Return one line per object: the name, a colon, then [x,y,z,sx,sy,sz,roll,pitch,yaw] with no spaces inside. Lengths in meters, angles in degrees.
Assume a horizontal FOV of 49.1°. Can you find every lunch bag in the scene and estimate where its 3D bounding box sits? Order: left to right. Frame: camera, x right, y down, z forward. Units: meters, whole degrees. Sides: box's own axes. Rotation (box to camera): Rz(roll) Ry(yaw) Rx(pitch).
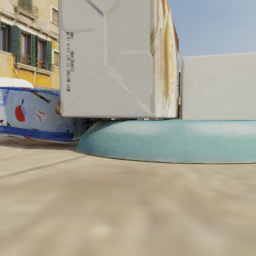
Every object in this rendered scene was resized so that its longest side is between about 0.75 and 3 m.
lunch bag: [-0.993,-0.190,3.677,1.336,0.630,1.668,5,3,19]

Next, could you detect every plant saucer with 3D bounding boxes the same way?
plant saucer: [0.574,0.056,2.863,2.166,0.297,2.166,1,2,0]

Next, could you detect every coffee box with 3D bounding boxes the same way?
coffee box: [0.088,-0.723,3.259,0.864,1.239,2.166,1,3,15]

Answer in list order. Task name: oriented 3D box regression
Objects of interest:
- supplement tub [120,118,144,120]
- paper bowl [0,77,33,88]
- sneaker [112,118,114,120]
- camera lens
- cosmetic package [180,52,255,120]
supplement tub: [0.183,-1.286,12.595,1.392,2.272,1.392,0,2,0]
paper bowl: [-3.720,-0.670,8.040,2.684,1.396,2.684,-1,3,0]
sneaker: [-1.022,-0.848,11.455,0.551,1.426,0.558,-43,9,-25]
camera lens: [1.853,-1.155,11.539,2.093,2.093,2.617,0,1,2]
cosmetic package: [2.280,-0.446,4.153,2.824,1.198,1.519,2,5,18]
